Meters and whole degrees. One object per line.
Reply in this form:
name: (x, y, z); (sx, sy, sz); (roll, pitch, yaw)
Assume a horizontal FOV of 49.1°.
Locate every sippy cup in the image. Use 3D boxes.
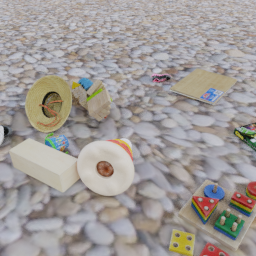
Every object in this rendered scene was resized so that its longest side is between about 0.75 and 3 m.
sippy cup: (-1.916, 0.447, 7.641); (0.510, 0.696, 0.547); (-28, 9, -35)

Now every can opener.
can opener: (-4.735, -0.007, 8.002); (2.610, 0.687, 0.867); (14, -3, -3)

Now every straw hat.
straw hat: (-2.344, -0.698, 8.939); (1.812, 1.812, 0.767); (16, -3, 22)

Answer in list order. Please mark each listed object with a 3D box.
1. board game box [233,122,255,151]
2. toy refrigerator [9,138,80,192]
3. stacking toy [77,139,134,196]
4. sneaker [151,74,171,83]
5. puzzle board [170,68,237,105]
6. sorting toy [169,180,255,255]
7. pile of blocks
board game box: (4.475, 0.136, 8.340); (2.312, 0.271, 1.211); (-14, 40, -19)
toy refrigerator: (-2.053, 0.902, 6.938); (1.758, 0.615, 0.667); (17, 36, 28)
stacking toy: (-0.337, 0.686, 6.996); (1.349, 1.349, 1.846); (8, 20, 12)
sneaker: (1.342, -1.976, 11.337); (0.804, 0.318, 0.383); (1, 57, 2)
puzzle board: (2.969, -1.645, 10.897); (1.779, 0.205, 2.361); (24, 43, 29)
sorting toy: (1.920, 1.720, 5.931); (1.302, 0.457, 2.700); (26, 43, 32)
pile of blocks: (-1.153, -1.024, 9.275); (1.054, 0.798, 2.568); (-50, 44, -3)
